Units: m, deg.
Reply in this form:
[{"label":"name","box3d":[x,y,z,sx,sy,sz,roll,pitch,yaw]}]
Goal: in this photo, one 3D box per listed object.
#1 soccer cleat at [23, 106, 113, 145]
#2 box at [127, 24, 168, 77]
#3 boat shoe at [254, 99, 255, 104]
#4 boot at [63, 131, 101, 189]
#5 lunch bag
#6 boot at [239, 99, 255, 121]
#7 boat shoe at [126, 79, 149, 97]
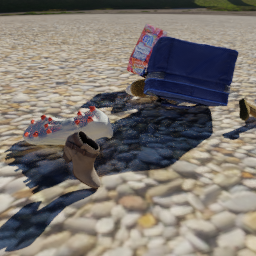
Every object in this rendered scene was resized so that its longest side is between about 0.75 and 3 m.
[{"label":"soccer cleat","box3d":[-1.604,0.137,7.264,2.534,0.983,0.878,-9,47,23]},{"label":"box","box3d":[0.777,-3.144,11.486,1.023,0.944,1.995,22,63,-1]},{"label":"boat shoe","box3d":[4.572,-1.028,8.988,0.996,0.359,0.309,-32,37,17]},{"label":"boot","box3d":[-0.810,0.622,5.568,1.160,0.848,0.408,42,38,-3]},{"label":"lunch bag","box3d":[1.785,-1.571,8.889,2.877,1.903,1.954,9,2,-3]},{"label":"boot","box3d":[3.752,-0.431,8.447,0.885,0.293,0.775,23,61,-27]},{"label":"boat shoe","box3d":[1.005,-1.615,10.630,2.333,0.826,0.809,-7,9,-25]}]
